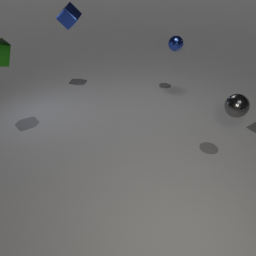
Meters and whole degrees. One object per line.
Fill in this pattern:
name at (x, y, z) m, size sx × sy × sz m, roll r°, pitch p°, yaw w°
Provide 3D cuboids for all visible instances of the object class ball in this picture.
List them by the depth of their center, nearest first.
ball at (3.183, -0.649, 8.188) m, size 0.700 × 0.700 × 0.700 m, roll 0°, pitch 32°, yaw 0°
ball at (2.205, -3.890, 12.905) m, size 0.700 × 0.700 × 0.700 m, roll 0°, pitch 32°, yaw 0°

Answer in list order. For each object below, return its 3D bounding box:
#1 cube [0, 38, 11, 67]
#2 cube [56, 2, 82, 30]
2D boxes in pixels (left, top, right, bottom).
cube at (-4.063, -2.322, 8.515) m, size 0.700 × 0.700 × 0.700 m, roll -9°, pitch 35°, yaw -42°
cube at (-2.566, -4.874, 12.188) m, size 0.700 × 0.700 × 0.700 m, roll -28°, pitch 33°, yaw 37°
